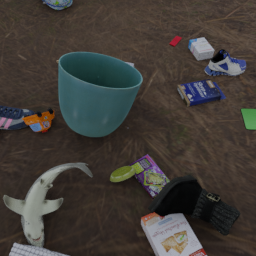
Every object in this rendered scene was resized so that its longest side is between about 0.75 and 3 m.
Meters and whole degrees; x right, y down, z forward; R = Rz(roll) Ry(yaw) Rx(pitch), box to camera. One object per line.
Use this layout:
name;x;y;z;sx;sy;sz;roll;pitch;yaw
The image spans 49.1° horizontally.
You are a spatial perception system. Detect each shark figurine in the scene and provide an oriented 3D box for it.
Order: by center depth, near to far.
shark figurine;-2.439;1.836;8.285;1.699;1.187;2.843;38;66;-12

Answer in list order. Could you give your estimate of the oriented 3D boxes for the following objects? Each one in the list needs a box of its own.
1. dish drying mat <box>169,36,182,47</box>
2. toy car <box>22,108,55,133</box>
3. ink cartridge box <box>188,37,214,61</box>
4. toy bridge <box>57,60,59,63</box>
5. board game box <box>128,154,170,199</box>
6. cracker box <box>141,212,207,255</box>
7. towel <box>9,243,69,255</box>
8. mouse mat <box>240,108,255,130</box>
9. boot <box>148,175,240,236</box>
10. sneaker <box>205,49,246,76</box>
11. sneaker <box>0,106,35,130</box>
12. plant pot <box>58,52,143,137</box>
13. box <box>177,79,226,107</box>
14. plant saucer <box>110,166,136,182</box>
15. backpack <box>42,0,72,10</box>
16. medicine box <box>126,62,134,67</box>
dish drying mat;2.316;-4.231;13.648;0.308;0.073;0.802;27;55;19
toy car;-3.839;-0.035;10.166;2.405;1.180;0.800;-15;96;9
ink cartridge box;3.375;-3.650;12.938;0.773;0.453;1.070;-13;51;-10
toy bridge;-2.911;-2.728;12.420;0.315;0.128;0.939;-15;53;-15
board game box;0.705;1.539;9.012;0.806;0.217;1.343;-29;57;-16
cracker box;1.214;3.042;7.615;1.136;0.489;1.696;-20;55;-15
towel;-2.200;3.826;6.833;1.881;0.805;1.557;10;51;10
mouse mat;4.776;-0.338;10.590;0.856;0.040;1.064;2;53;2
boot;1.834;2.162;7.393;1.838;0.925;2.459;41;29;29
sneaker;4.233;-2.796;11.909;1.752;1.012;0.708;-6;53;-5
sneaker;-4.545;-0.480;10.105;2.331;0.956;0.818;-5;51;-5
plant pot;-1.083;-1.018;9.492;2.706;2.172;2.706;12;32;-7
box;2.993;-1.467;11.335;1.739;0.282;1.053;-12;53;-11
plant saucer;-0.173;1.400;8.729;0.884;0.137;0.884;-19;14;5
backpack;-4.053;-7.620;15.437;1.939;1.827;2.376;-31;41;-24
medicine box;-0.635;-2.056;11.469;1.502;0.773;1.368;12;53;10
